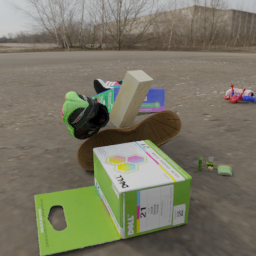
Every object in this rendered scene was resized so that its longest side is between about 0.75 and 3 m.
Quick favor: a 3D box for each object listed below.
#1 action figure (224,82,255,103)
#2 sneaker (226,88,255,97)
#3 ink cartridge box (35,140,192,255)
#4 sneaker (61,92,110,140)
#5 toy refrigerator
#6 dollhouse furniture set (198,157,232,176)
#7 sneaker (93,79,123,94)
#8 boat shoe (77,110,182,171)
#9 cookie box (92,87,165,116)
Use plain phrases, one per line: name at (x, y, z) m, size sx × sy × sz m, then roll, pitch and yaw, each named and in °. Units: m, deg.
action figure at (6.050, -1.800, 14.420) m, size 2.157 × 1.067 × 0.704 m, roll -3°, pitch 19°, yaw 0°
sneaker at (6.083, -1.804, 15.008) m, size 1.519 × 0.572 × 0.794 m, roll -1°, pitch 14°, yaw -15°
ink cartridge box at (-0.448, 1.236, 5.735) m, size 2.796 × 1.059 × 2.066 m, roll -6°, pitch 20°, yaw -19°
sneaker at (-0.996, -0.168, 7.359) m, size 1.038 × 0.951 × 2.477 m, roll 12°, pitch -10°, yaw 5°
toy refrigerator at (0.032, -0.809, 7.953) m, size 0.620 × 1.634 × 0.572 m, roll -18°, pitch 53°, yaw -45°
dollhouse furniture set at (2.342, 0.992, 7.496) m, size 0.890 × 0.344 × 0.445 m, roll 5°, pitch 21°, yaw 13°
sneaker at (-0.692, -2.234, 15.407) m, size 1.557 × 1.078 × 2.578 m, roll -19°, pitch 34°, yaw -32°
boat shoe at (0.066, 0.445, 7.800) m, size 2.956 × 1.066 × 1.064 m, roll -25°, pitch -18°, yaw 1°
cookie box at (-0.074, -0.872, 10.018) m, size 1.917 × 0.842 × 2.241 m, roll -2°, pitch -1°, yaw -25°
